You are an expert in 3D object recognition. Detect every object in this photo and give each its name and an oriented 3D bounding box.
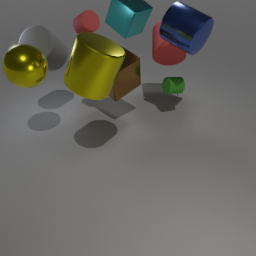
[{"bbox_3d":[2.069,-3.546,9.996,1.400,1.400,1.400,37,46,20],"label":"cylinder"},{"bbox_3d":[-0.957,-1.739,7.887,1.400,1.400,1.400,19,32,-13],"label":"cylinder"},{"bbox_3d":[-3.257,-3.061,10.918,1.400,1.400,1.400,8,1,13],"label":"cylinder"},{"bbox_3d":[-0.466,-2.202,11.031,1.400,1.400,1.400,-37,58,-22],"label":"cube"},{"bbox_3d":[0.022,-5.264,13.038,1.400,1.400,1.400,43,48,13],"label":"cube"},{"bbox_3d":[-3.316,-1.994,9.092,1.400,1.400,1.400,0,33,0],"label":"ball"},{"bbox_3d":[-1.413,-3.549,9.489,0.700,0.700,0.700,-24,16,-31],"label":"cylinder"},{"bbox_3d":[1.890,-1.771,11.659,0.700,0.700,0.700,-6,33,-23],"label":"cylinder"},{"bbox_3d":[1.726,-3.582,11.764,1.400,1.400,1.400,2,70,3],"label":"cylinder"}]
